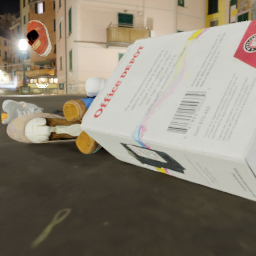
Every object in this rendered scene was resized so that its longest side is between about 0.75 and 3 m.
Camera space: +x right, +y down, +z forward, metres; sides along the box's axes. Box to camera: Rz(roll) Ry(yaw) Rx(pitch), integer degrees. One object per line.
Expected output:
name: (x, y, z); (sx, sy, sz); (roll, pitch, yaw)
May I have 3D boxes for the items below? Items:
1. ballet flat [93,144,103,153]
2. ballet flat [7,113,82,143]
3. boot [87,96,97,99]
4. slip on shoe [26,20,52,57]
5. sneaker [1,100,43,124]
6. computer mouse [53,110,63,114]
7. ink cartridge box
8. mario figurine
ballet flat: (-0.672, 0.222, 6.764); (0.504, 0.476, 1.495); (2, 9, 13)
ballet flat: (-1.854, 0.008, 7.113); (2.347, 0.799, 0.789); (-3, 7, -16)
boot: (-0.603, -0.981, 12.975); (2.381, 1.075, 2.906); (0, 5, 0)
slip on shoe: (-2.313, -2.329, 7.012); (0.451, 0.547, 1.475); (28, 25, -46)
sneaker: (-4.174, -0.661, 11.336); (1.152, 0.948, 2.505); (4, 10, 2)
computer mouse: (-3.738, -0.847, 15.088); (0.312, 0.181, 1.063); (-12, 1, 11)
ink cartridge box: (0.972, -0.403, 4.471); (2.993, 2.181, 1.239); (10, -27, 47)
mario figurine: (-0.110, -0.305, 6.378); (2.707, 1.671, 1.435); (-20, 31, -37)
